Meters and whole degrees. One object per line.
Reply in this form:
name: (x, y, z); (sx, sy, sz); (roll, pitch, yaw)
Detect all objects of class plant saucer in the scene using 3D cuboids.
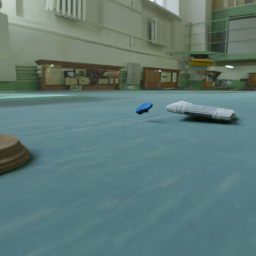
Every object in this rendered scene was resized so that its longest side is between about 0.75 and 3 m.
plant saucer: (-3.180, 0.449, 5.081); (2.648, 0.390, 2.648); (0, 9, 0)

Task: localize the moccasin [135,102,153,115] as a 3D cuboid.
moccasin: (0.633, -0.706, 10.202); (0.303, 0.358, 0.889); (37, -27, -23)

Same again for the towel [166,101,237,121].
towel: (2.950, -0.706, 10.927); (2.357, 0.423, 2.448); (11, 10, 24)
